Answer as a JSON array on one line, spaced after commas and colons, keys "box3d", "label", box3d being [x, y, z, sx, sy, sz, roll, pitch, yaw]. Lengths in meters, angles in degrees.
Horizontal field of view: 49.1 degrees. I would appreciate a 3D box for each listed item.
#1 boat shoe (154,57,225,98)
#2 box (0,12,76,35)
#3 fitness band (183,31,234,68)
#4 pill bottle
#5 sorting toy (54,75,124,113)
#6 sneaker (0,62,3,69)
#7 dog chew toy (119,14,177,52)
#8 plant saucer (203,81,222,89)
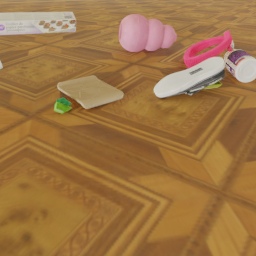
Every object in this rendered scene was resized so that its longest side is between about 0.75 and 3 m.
[{"box3d": [2.186, -1.569, 9.828, 2.579, 0.874, 0.925, -26, 42, 0], "label": "boat shoe"}, {"box3d": [-2.982, -3.423, 9.119, 2.542, 0.492, 0.527, -11, 54, -22], "label": "box"}, {"box3d": [3.523, -3.483, 12.352, 2.130, 0.555, 2.966, -17, 22, 26], "label": "fitness band"}, {"box3d": [4.532, -2.603, 11.346, 0.972, 0.972, 1.744, -2, 32, -3], "label": "pill bottle"}, {"box3d": [-1.612, -1.131, 9.561, 2.456, 0.361, 1.815, -21, 42, -35], "label": "sorting toy"}, {"box3d": [-6.027, -2.873, 12.232, 1.115, 0.493, 0.419, 6, 34, 9], "label": "sneaker"}, {"box3d": [1.030, -4.681, 14.073, 2.889, 1.799, 1.799, 2, 31, -12], "label": "dog chew toy"}, {"box3d": [3.023, -1.695, 10.630, 0.796, 0.191, 0.798, -9, 33, -13], "label": "plant saucer"}]
